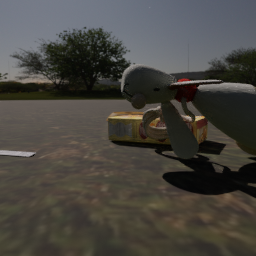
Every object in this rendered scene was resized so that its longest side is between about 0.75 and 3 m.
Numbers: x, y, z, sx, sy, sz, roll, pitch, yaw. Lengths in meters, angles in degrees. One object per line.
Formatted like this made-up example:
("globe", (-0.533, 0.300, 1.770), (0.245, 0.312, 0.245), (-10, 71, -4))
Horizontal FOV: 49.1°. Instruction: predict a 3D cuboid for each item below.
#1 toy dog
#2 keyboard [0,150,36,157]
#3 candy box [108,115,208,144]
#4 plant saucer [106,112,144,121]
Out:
("toy dog", (1.363, -0.108, 4.299), (2.950, 1.946, 1.421), (-3, 45, 15))
("keyboard", (-1.999, 0.449, 4.911), (0.756, 0.040, 0.213), (2, 7, 16))
("candy box", (0.688, 0.006, 6.348), (2.012, 0.556, 1.161), (3, 8, 26))
("plant saucer", (0.021, -0.462, 11.169), (1.786, 0.316, 1.786), (0, 7, 0))
